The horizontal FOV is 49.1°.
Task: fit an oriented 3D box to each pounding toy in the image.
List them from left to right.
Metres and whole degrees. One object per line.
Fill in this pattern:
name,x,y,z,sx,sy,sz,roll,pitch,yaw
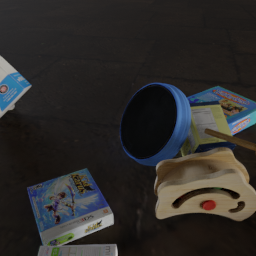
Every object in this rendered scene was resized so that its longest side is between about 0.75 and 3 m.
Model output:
pounding toy,1.798,1.029,6.037,2.606,1.490,1.495,-14,35,13

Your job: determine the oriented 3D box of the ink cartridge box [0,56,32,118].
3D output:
ink cartridge box,-4.465,-1.470,8.075,1.870,2.561,1.080,-42,15,7

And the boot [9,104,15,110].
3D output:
boot,-4.537,-0.898,9.711,1.089,0.521,0.401,-5,33,-8

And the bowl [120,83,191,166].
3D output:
bowl,0.580,-0.124,7.010,0.417,2.124,2.124,18,18,-39

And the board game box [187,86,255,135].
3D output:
board game box,2.806,-0.500,9.044,2.550,0.574,1.940,-21,39,-29

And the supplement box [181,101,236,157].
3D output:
supplement box,1.844,0.213,6.957,0.856,1.275,1.274,-5,59,-8

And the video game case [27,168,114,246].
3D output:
video game case,-1.265,1.635,5.979,1.426,0.358,1.574,-15,36,-23

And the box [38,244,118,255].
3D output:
box,-0.795,2.575,4.205,1.292,0.708,1.464,-1,33,-2
